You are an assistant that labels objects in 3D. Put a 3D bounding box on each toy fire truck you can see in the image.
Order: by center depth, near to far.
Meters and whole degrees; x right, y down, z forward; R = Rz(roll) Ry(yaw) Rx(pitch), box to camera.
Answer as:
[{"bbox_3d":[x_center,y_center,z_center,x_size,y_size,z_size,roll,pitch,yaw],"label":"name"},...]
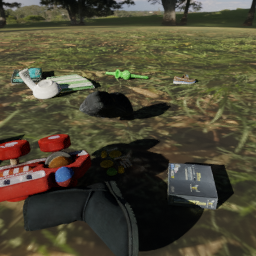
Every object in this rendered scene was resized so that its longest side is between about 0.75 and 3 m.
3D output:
[{"bbox_3d":[-1.638,0.847,5.231,1.975,1.107,1.659,-10,12,-18],"label":"toy fire truck"}]

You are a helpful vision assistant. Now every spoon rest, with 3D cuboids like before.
[{"bbox_3d":[-3.833,-1.847,12.196,2.356,0.714,1.171,32,54,32],"label":"spoon rest"}]

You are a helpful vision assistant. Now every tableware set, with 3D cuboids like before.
[{"bbox_3d":[-0.376,0.834,6.895,0.686,0.156,1.018,-14,29,-22],"label":"tableware set"}]

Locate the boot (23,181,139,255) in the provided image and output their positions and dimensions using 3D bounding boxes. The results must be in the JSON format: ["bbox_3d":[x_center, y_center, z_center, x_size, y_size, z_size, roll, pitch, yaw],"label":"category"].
[{"bbox_3d":[-0.837,1.511,4.591,1.661,0.755,1.977,-4,18,-16],"label":"boot"}]

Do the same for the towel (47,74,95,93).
[{"bbox_3d":[-2.778,-2.146,13.307,1.743,0.267,2.285,-14,27,-28],"label":"towel"}]

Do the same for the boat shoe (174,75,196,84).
[{"bbox_3d":[2.769,-2.366,13.594,1.091,0.395,0.394,-4,25,-8],"label":"boat shoe"}]

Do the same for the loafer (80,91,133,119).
[{"bbox_3d":[-0.611,-0.692,8.861,0.819,0.792,2.334,-26,-13,27],"label":"loafer"}]

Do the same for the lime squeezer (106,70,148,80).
[{"bbox_3d":[-0.240,-2.808,14.524,2.461,0.464,0.869,10,26,23],"label":"lime squeezer"}]

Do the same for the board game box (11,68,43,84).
[{"bbox_3d":[-5.177,-2.711,14.468,1.456,0.303,2.152,-7,25,-15],"label":"board game box"}]

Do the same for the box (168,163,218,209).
[{"bbox_3d":[1.320,1.180,5.906,0.943,0.305,1.196,5,25,8],"label":"box"}]
